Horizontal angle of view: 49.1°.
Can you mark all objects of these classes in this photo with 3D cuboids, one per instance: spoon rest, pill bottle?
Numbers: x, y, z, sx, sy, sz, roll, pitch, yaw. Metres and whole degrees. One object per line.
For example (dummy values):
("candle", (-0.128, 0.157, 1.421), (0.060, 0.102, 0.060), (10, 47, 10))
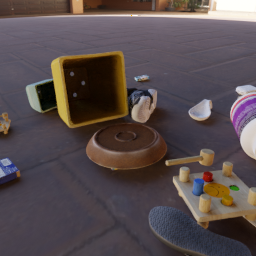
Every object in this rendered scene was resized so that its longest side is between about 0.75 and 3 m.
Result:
("spoon rest", (3.324, -0.844, 12.451), (0.908, 0.554, 1.827), (16, 31, 26))
("pill bottle", (4.623, 0.002, 9.690), (1.665, 1.665, 2.962), (4, 28, 8))

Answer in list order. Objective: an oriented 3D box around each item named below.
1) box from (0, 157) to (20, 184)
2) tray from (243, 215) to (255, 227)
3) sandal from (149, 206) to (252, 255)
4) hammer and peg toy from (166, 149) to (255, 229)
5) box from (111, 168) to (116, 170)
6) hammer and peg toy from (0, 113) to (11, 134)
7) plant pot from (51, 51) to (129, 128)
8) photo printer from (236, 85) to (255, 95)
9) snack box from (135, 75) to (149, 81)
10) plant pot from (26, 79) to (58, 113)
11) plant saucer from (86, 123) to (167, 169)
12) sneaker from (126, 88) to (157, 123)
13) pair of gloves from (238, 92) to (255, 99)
("box", (-4.234, 1.462, 8.441), (1.620, 0.262, 0.981), (-20, 34, -36))
("tray", (3.337, 2.341, 6.959), (0.612, 0.126, 1.139), (-16, 32, -25))
("sandal", (1.484, 2.574, 6.272), (2.361, 0.506, 0.898), (24, 42, 21))
("hammer and peg toy", (2.166, 1.552, 7.616), (1.864, 0.894, 2.534), (-6, 23, -11))
("box", (-0.180, 0.806, 9.304), (0.992, 0.605, 0.956), (-9, 29, -14))
("hammer and peg toy", (-5.241, -0.151, 11.279), (0.921, 0.441, 1.252), (-8, 29, -12))
("plant pot", (-1.932, -1.793, 12.124), (2.717, 2.699, 2.779), (-14, 18, -29))
("photo printer", (6.265, -1.964, 14.755), (0.957, 0.332, 0.796), (-11, 30, -19))
("snack box", (0.829, -2.995, 16.763), (0.760, 0.141, 0.441), (-15, 28, -13))
("plant pot", (-4.043, -1.583, 13.140), (1.324, 1.296, 1.300), (12, 29, 38))
("plant saucer", (-0.056, 0.456, 9.602), (2.776, 0.478, 2.776), (-1, 26, 0))
("sneaker", (0.247, -1.063, 12.381), (1.621, 1.075, 2.848), (9, 24, 17))
("pair of gloves", (6.633, -1.208, 13.327), (1.826, 0.376, 2.147), (-17, 31, -23))
